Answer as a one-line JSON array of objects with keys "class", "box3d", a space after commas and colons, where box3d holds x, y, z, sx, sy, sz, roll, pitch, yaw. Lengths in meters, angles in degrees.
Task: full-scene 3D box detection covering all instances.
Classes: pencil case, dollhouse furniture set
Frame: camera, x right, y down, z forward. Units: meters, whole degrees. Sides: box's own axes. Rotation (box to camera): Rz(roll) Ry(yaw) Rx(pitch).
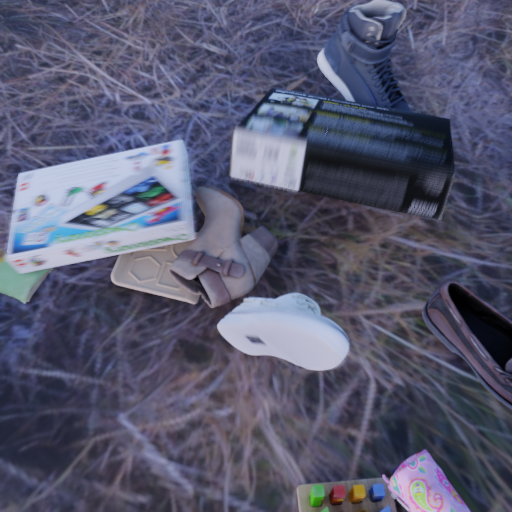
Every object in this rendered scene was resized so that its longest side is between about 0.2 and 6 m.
[{"class": "pencil case", "box3d": [2.658, 3.719, 7.835, 0.844, 0.844, 1.931, -28, 59, -18]}, {"class": "dollhouse furniture set", "box3d": [-4.800, 0.615, 10.032, 1.108, 0.856, 2.217, 18, 55, 12]}]

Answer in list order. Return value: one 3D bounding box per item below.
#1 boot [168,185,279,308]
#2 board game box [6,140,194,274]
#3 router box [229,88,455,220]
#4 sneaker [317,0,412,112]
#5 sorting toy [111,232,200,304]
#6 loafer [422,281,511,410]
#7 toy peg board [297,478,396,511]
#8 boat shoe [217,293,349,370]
[{"class": "boot", "box3d": [-0.882, -0.203, 10.477, 1.837, 0.883, 2.513, -39, 56, -22]}, {"class": "board game box", "box3d": [-2.928, -0.977, 10.681, 3.372, 0.584, 2.129, -11, 56, 3]}, {"class": "router box", "box3d": [1.842, -2.232, 11.401, 4.078, 1.041, 3.041, 13, 34, 10]}, {"class": "sneaker", "box3d": [2.816, -4.092, 12.274, 1.156, 2.198, 3.042, -38, 83, -30]}, {"class": "sorting toy", "box3d": [-1.735, 0.097, 10.704, 1.656, 0.302, 1.532, 16, 57, -1]}, {"class": "loafer", "box3d": [4.116, 1.595, 9.263, 1.105, 0.968, 3.073, -36, 62, -23]}, {"class": "toy peg board", "box3d": [1.366, 3.830, 7.835, 1.406, 0.690, 1.411, -4, 55, -2]}, {"class": "boat shoe", "box3d": [0.492, 1.019, 8.778, 1.057, 2.983, 1.041, 48, 65, -16]}]
